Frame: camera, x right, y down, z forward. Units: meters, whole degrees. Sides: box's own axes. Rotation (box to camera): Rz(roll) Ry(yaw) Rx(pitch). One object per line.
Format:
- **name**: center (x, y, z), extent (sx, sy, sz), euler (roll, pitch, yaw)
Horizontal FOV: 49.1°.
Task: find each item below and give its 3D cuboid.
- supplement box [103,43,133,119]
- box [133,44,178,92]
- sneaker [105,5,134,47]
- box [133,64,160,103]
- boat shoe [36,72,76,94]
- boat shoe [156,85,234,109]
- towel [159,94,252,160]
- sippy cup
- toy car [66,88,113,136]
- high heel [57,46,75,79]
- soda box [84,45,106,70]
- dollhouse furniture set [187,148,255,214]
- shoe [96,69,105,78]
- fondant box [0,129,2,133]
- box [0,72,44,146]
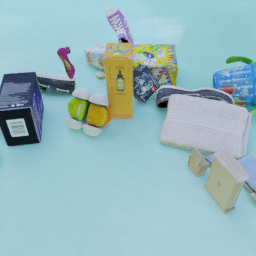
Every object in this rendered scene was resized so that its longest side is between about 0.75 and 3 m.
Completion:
- **supplement box**: center (-0.274, -1.612, 10.117), extent (0.957, 2.877, 0.990), euler (3, 51, 3)
- **box**: center (1.108, -2.750, 12.585), extent (2.005, 1.270, 2.081), euler (2, 43, 3)
- **sneaker**: center (-0.289, -3.769, 10.617), extent (0.663, 1.830, 1.043), euler (-27, 21, 16)
- **box**: center (0.566, -1.785, 11.338), extent (1.034, 1.135, 0.591), euler (-46, 34, -8)
- **boat shoe**: center (-3.540, -1.970, 12.048), extent (2.645, 0.798, 0.977), euler (6, 16, 1)
- **boat shoe**: center (2.520, -0.953, 10.904), extent (2.971, 1.079, 0.932), euler (10, 52, 18)
- **towel**: center (2.681, -0.072, 9.732), extent (2.930, 0.505, 1.942), euler (12, 69, 14)
- **sippy cup**: center (4.313, -1.660, 11.174), extent (1.748, 1.873, 2.385), euler (-2, 32, 14)
- **toy car**: center (-1.368, -0.609, 10.377), extent (1.719, 1.504, 1.289), euler (19, 12, 21)
- **high heel**: center (-1.967, -1.968, 8.705), extent (0.364, 1.079, 0.519), euler (12, 35, 28)
- **soda box**: center (-1.174, -3.303, 13.101), extent (0.812, 0.755, 2.376), euler (-29, 33, -22)
- **dollhouse furniture set**: center (3.416, 1.027, 8.304), extent (2.319, 1.513, 2.189), euler (-17, 45, -18)
- **shoe**: center (-0.904, -2.866, 13.336), extent (0.565, 0.431, 1.616), euler (30, 50, 28)
- **fondant box**: center (-5.777, -0.128, 10.212), extent (2.169, 0.632, 1.565), euler (-29, 50, -26)
- **box**: center (-3.824, -0.738, 10.093), extent (1.188, 1.685, 2.278), euler (-6, 44, -8)
